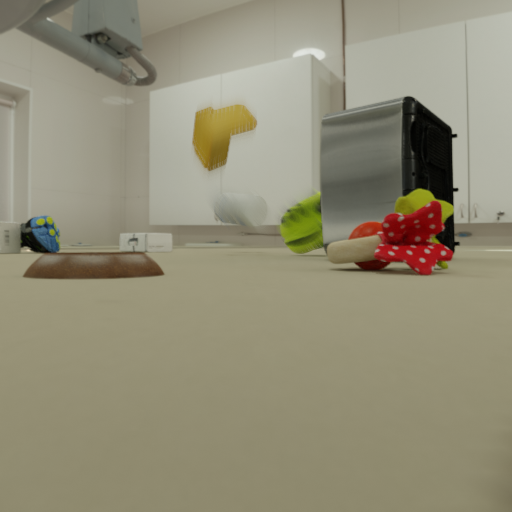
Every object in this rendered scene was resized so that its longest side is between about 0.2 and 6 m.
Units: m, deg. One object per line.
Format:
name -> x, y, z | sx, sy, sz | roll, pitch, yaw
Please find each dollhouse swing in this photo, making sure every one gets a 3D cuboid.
dollhouse swing -> -0.521, -1.992, 9.358 | 0.819, 0.847, 0.932 | -7, 41, -24

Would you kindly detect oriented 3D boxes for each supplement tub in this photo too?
supplement tub -> -0.372, -1.081, 13.012 | 1.098, 0.724, 0.724 | 12, 9, 43

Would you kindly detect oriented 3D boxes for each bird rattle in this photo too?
bird rattle -> 1.034, -0.055, 4.288 | 1.004, 0.694, 1.231 | -12, 8, 30

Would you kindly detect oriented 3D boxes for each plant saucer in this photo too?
plant saucer -> -1.056, 0.058, 3.691 | 0.900, 0.165, 0.900 | 0, 2, 0

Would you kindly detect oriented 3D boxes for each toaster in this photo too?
toaster -> 1.680, -0.829, 6.910 | 1.218, 1.857, 2.053 | -3, -1, 32

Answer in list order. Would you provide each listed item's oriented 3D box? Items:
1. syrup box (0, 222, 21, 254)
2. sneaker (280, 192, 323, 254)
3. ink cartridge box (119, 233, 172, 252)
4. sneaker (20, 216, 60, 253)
syrup box -> -5.921, -0.379, 11.890 | 1.704, 0.671, 0.694 | 0, 1, 15
sneaker -> 1.709, -0.894, 9.180 | 2.924, 1.083, 1.222 | -20, -2, 39
ink cartridge box -> -2.799, -0.333, 14.222 | 1.162, 0.493, 0.846 | 4, 3, 43
sneaker -> -4.928, -0.397, 12.586 | 0.930, 0.796, 2.245 | -5, -3, -16
